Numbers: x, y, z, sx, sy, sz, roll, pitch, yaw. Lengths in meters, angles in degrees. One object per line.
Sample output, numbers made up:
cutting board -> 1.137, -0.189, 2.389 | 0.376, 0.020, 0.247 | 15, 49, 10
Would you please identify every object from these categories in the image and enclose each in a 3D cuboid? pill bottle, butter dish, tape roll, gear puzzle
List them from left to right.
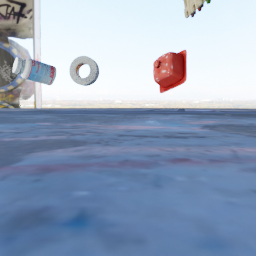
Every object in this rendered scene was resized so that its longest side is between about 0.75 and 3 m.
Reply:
pill bottle -> -3.047, -1.871, 9.171 | 1.266, 0.688, 0.688 | 12, -3, -35
tape roll -> -1.762, -2.299, 11.331 | 1.181, 1.181, 0.390 | 1, 1, 12
butter dish -> 1.508, -2.412, 11.324 | 1.165, 1.572, 1.576 | 17, -22, -33
gear puzzle -> 1.424, -3.077, 5.321 | 0.371, 1.466, 2.831 | -10, 11, 2
